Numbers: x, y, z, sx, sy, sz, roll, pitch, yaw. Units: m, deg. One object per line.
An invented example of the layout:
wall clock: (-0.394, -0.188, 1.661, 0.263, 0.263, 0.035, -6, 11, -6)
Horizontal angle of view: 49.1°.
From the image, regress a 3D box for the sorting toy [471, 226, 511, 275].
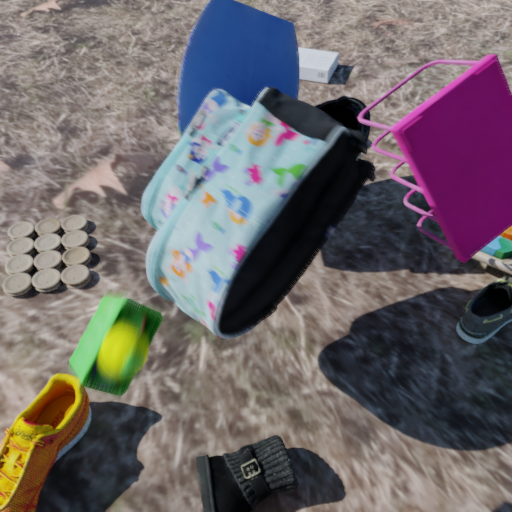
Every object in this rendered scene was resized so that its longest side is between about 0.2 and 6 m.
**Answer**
sorting toy: (5.193, -0.116, 10.801, 1.901, 0.375, 2.053, 27, 36, 26)

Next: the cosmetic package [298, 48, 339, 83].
cosmetic package: (1.514, -5.915, 17.250, 1.792, 0.463, 1.351, 14, 47, 15)

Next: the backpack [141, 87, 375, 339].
backpack: (-0.125, -0.487, 7.528, 2.297, 2.709, 3.051, 28, 90, 17)

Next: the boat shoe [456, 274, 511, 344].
boat shoe: (4.354, 0.799, 9.981, 2.030, 0.607, 0.726, -31, 51, -29)

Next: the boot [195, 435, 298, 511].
boot: (-0.042, 3.230, 7.348, 1.312, 0.660, 1.755, -8, 43, -9)

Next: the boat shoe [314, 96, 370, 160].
boat shoe: (1.531, -2.392, 10.478, 1.256, 1.114, 3.361, 47, 46, 5)

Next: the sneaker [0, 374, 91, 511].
sneaker: (-3.235, 2.813, 7.506, 1.035, 1.094, 2.836, 11, 46, 10)

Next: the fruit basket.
fruit basket: (-1.146, 0.812, 4.874, 0.886, 0.639, 0.886, -13, 62, 26)

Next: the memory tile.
memory tile: (-4.151, -0.049, 11.209, 1.640, 0.180, 2.140, -10, 43, -10)

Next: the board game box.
board game box: (-0.477, -2.998, 10.565, 0.769, 3.120, 3.950, 18, 19, 29)

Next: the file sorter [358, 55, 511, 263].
file sorter: (2.881, -1.504, 8.435, 1.674, 2.409, 1.511, -37, 27, -2)
